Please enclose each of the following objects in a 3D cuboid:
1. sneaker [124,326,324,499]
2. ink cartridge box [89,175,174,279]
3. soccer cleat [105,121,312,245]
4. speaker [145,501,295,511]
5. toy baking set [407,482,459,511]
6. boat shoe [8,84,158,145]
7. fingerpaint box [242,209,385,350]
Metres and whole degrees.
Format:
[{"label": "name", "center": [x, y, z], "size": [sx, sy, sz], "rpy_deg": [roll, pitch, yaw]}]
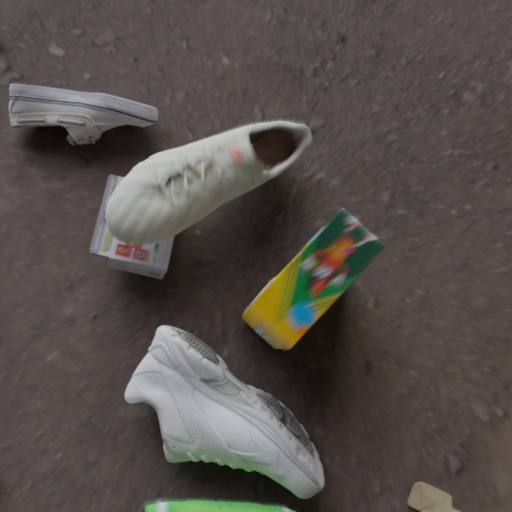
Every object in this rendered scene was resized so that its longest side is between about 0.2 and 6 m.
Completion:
[{"label": "sneaker", "center": [-0.455, 2.219, 7.159], "size": [2.834, 1.104, 1.408], "rpy_deg": [38, 92, 12]}, {"label": "ink cartridge box", "center": [-1.718, -0.416, 8.049], "size": [1.090, 0.521, 1.242], "rpy_deg": [14, 71, -13]}, {"label": "soccer cleat", "center": [-0.600, -1.138, 7.603], "size": [3.120, 1.210, 1.081], "rpy_deg": [-32, 103, -28]}, {"label": "speaker", "center": [-0.396, 3.294, 6.489], "size": [1.821, 0.805, 0.805], "rpy_deg": [7, 71, -9]}, {"label": "toy baking set", "center": [2.864, 4.233, 6.735], "size": [2.219, 0.336, 2.891], "rpy_deg": [-4, 72, -1]}, {"label": "boat shoe", "center": [-2.698, -2.113, 8.700], "size": [2.326, 0.825, 0.812], "rpy_deg": [7, 99, -1]}, {"label": "fingerpaint box", "center": [0.609, 0.379, 7.083], "size": [0.706, 1.924, 1.605], "rpy_deg": [43, 82, 4]}]
